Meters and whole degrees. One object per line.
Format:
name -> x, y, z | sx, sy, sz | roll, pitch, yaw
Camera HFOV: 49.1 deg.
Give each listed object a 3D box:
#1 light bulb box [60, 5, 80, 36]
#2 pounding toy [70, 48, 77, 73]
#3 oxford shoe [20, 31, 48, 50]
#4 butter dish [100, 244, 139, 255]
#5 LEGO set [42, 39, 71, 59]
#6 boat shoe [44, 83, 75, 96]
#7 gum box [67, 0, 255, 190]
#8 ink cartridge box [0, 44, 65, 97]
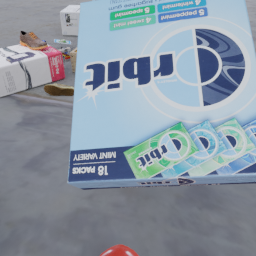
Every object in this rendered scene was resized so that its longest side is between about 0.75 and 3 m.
light bulb box -> -2.632, -6.383, 16.556 | 2.147, 1.340, 2.128 | 4, 34, 4
pounding toy -> -1.466, -3.000, 11.722 | 1.616, 1.248, 1.755 | 10, 36, 15
oxford shoe -> -3.727, -3.430, 10.920 | 1.517, 0.553, 0.541 | 21, 38, 27
butter dish -> 0.310, 3.051, 2.278 | 2.195, 2.962, 2.970 | 28, 13, -46
LEGO set -> -2.918, -3.725, 13.625 | 2.681, 0.658, 2.003 | 3, 33, -16
boat shoe -> -2.473, -1.393, 10.182 | 1.115, 0.409, 0.349 | 9, 30, -5
gum box -> 0.487, -0.665, 4.037 | 2.496, 0.655, 2.938 | -4, 69, 11
ink cartridge box -> -4.173, -2.397, 10.925 | 2.724, 1.149, 1.972 | -24, 41, -31
